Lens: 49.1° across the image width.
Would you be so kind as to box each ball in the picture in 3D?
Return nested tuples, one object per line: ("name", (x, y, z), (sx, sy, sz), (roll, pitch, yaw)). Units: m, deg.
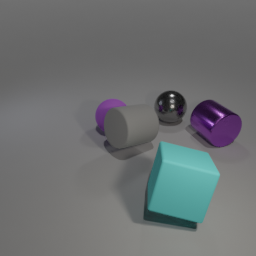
("ball", (-0.608, -0.473, 11.227), (1.400, 1.400, 1.400), (0, 29, 0))
("ball", (1.824, -0.910, 12.026), (1.400, 1.400, 1.400), (0, 29, 0))

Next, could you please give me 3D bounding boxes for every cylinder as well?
("cylinder", (3.354, -0.203, 10.781), (1.400, 1.400, 1.400), (-11, 31, -19))
("cylinder", (0.112, -0.080, 9.707), (1.400, 1.400, 1.400), (-11, 30, -38))

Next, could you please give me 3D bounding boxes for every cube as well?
("cube", (1.352, 1.351, 7.290), (1.400, 1.400, 1.400), (14, 17, 0))
